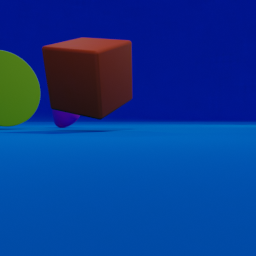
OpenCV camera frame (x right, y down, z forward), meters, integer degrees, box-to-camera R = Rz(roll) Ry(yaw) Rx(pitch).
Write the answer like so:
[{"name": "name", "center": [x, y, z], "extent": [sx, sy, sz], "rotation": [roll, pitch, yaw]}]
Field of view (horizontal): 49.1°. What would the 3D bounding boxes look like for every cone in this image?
[{"name": "cone", "center": [-3.216, -0.765, 6.542], "extent": [1.662, 1.656, 1.656], "rotation": [-8, -5, 44]}, {"name": "cone", "center": [-1.851, -0.602, 7.513], "extent": [0.871, 0.871, 0.875], "rotation": [1, -32, 26]}]

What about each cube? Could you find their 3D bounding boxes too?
[{"name": "cube", "center": [-0.641, -0.903, 4.808], "extent": [1.076, 1.076, 1.076], "rotation": [13, 29, 26]}]
